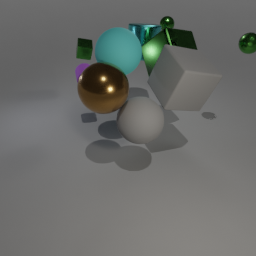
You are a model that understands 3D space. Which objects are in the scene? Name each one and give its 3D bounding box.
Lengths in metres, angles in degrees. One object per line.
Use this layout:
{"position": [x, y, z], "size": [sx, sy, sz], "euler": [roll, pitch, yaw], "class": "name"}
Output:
{"position": [-0.663, -1.078, 7.586], "size": [1.400, 1.400, 1.400], "euler": [0, 31, 0], "class": "ball"}
{"position": [0.682, -3.715, 12.030], "size": [1.400, 1.400, 1.400], "euler": [3, 24, -1], "class": "cylinder"}
{"position": [-1.605, -1.971, 10.567], "size": [0.700, 0.700, 0.700], "euler": [-7, 43, -12], "class": "cylinder"}
{"position": [-0.286, -2.260, 8.356], "size": [1.400, 1.400, 1.400], "euler": [0, 31, 0], "class": "ball"}
{"position": [4.108, -2.862, 9.469], "size": [0.700, 0.700, 0.700], "euler": [0, 31, 0], "class": "ball"}
{"position": [1.547, -2.575, 10.084], "size": [1.400, 1.400, 1.400], "euler": [-9, -9, -38], "class": "cube"}
{"position": [-2.094, -3.782, 13.423], "size": [0.700, 0.700, 0.700], "euler": [4, 52, -16], "class": "cube"}
{"position": [0.357, -0.223, 8.239], "size": [1.400, 1.400, 1.400], "euler": [0, 31, 0], "class": "ball"}
{"position": [1.867, -4.970, 13.367], "size": [0.700, 0.700, 0.700], "euler": [0, 31, 0], "class": "ball"}
{"position": [1.669, -1.490, 8.534], "size": [1.400, 1.400, 1.400], "euler": [0, 45, -28], "class": "cube"}
